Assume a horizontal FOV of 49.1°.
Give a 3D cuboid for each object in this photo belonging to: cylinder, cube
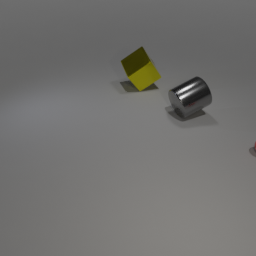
[{"bbox_3d":[2.709,-1.340,12.302,1.400,1.400,1.400,-28,36,-6],"label":"cylinder"},{"bbox_3d":[0.682,-3.099,14.773,1.400,1.400,1.400,-32,52,14],"label":"cube"}]
